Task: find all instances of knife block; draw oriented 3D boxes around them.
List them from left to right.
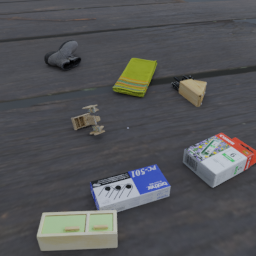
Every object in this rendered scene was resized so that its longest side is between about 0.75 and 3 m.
[{"bbox_3d":[1.946,-1.298,9.338,1.218,0.444,1.388,12,37,18],"label":"knife block"}]

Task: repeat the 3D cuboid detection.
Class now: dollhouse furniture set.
[{"bbox_3d":[-1.108,-0.182,7.521,0.528,0.746,0.812,-21,12,-29],"label":"dollhouse furniture set"}]

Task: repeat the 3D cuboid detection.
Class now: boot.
[{"bbox_3d":[-2.414,-2.988,11.711,1.247,0.661,1.894,22,51,24],"label":"boot"}]

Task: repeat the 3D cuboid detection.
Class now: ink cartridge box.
[{"bbox_3d":[0.040,1.256,5.761,1.501,0.332,0.706,-12,38,-17],"label":"ink cartridge box"},{"bbox_3d":[2.306,0.604,6.573,1.819,0.458,0.991,-20,40,-25],"label":"ink cartridge box"}]

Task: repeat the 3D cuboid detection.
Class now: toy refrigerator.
[{"bbox_3d":[-0.851,1.773,4.903,1.323,0.463,0.502,-1,35,-2],"label":"toy refrigerator"}]

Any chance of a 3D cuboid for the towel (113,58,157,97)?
[{"bbox_3d":[0.325,-1.949,10.208,1.096,0.230,2.548,13,40,9],"label":"towel"}]
